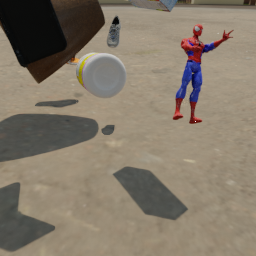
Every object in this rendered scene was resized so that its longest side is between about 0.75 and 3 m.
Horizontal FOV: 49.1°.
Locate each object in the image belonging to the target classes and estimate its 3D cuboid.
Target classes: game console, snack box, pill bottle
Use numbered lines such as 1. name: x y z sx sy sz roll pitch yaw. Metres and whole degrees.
1. game console: -2.079 -2.247 5.753 1.017 1.748 1.537 -23 15 -13
2. snack box: 0.717 -3.376 6.348 0.515 1.283 1.521 27 7 -37
3. pill bottle: -0.348 -0.629 3.225 0.460 0.460 0.883 -8 17 -15

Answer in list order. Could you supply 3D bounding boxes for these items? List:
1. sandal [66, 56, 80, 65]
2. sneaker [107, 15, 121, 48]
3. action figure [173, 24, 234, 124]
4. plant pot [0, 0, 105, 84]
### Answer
1. sandal: -2.526 -2.838 10.495 1.669 0.478 0.639 19 31 -9
2. sneaker: -0.456 -2.994 8.702 0.418 0.458 1.118 3 67 3
3. action figure: 1.127 -0.949 4.339 0.535 1.638 0.811 12 -13 -19
4. plant pot: -2.225 -3.183 8.703 2.799 2.616 2.616 -30 35 -8
